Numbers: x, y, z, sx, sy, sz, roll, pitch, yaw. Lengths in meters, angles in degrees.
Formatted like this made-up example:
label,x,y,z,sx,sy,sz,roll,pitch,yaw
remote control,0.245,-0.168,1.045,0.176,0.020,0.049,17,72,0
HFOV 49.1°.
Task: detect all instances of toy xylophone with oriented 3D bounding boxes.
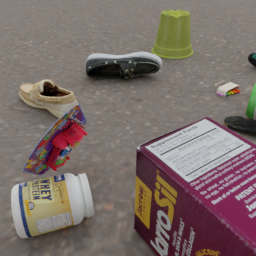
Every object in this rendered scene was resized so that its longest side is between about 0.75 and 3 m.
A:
label,x,y,z,sx,sy,sz,roll,pitch,yaw
toy xylophone,3.278,-1.321,9.332,0.913,0.229,0.668,-18,38,-25

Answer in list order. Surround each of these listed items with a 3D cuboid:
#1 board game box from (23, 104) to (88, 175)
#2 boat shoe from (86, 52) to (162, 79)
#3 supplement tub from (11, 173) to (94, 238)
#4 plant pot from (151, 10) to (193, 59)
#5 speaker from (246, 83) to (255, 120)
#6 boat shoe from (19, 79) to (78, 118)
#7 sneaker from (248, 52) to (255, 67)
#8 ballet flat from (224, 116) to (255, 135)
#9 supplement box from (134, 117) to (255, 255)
label,x,y,z,sx,sy,sz,roll,pitch,yaw
board game box,-1.129,0.364,5.065,0.349,1.790,1.414,37,79,6
boat shoe,-0.170,-2.125,10.061,2.763,0.948,0.782,1,53,4
supplement tub,-1.280,1.295,4.850,1.254,0.906,0.906,-11,36,-15
plant pot,2.001,-4.140,12.187,1.879,1.727,1.879,1,34,0
speaker,4.525,-0.434,7.205,2.613,1.156,1.156,19,38,25
boat shoe,-2.391,-1.039,8.362,2.420,0.837,0.892,21,39,28
sneaker,5.459,-2.725,11.208,1.700,0.632,0.744,5,22,-12
ballet flat,3.165,-0.001,7.387,1.314,0.373,0.437,21,67,35
supplement box,1.486,1.431,3.743,1.497,1.899,2.902,-21,38,-27
